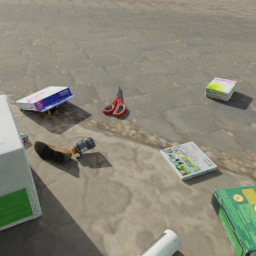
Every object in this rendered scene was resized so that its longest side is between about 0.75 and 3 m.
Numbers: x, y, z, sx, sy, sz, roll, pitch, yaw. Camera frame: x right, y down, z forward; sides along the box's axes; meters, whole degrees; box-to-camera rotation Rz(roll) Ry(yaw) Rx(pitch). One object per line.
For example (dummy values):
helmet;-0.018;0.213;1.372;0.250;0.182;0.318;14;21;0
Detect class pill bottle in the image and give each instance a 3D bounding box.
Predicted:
pill bottle;-1.479;0.591;9.176;0.778;0.413;0.413;-25;40;-16

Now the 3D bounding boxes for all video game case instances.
video game case;1.895;1.011;8.904;1.264;0.153;1.387;-13;37;-19

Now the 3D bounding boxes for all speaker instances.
speaker;0.611;2.752;6.073;1.174;0.477;0.477;-28;43;-33

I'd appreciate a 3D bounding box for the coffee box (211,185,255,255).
coffee box;3.762;2.177;6.747;2.951;0.649;1.814;-5;35;-7

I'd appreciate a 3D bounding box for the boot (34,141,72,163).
boot;-2.447;0.760;9.114;1.390;0.512;0.525;18;15;23

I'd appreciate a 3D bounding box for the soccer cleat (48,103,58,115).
soccer cleat;-3.077;-0.836;11.453;0.410;0.341;1.011;-5;32;-10

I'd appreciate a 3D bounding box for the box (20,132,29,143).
box;-4.083;0.474;9.642;0.709;0.196;1.038;21;40;27

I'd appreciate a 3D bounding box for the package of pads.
package of pads;4.232;-1.754;12.661;1.080;0.477;1.397;19;40;28

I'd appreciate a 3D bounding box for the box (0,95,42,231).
box;-3.942;0.995;6.927;2.763;2.379;2.777;-16;38;-22

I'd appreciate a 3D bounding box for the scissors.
scissors;-0.343;-1.220;12.194;0.963;0.183;2.632;7;34;14

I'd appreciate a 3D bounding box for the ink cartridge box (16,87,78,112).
ink cartridge box;-3.355;-1.249;11.597;1.861;0.403;1.827;6;30;40
